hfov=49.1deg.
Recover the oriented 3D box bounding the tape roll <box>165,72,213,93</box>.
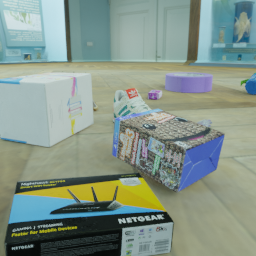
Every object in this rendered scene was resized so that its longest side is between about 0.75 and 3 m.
[{"bbox_3d":[3.483,-2.657,16.144,2.640,0.866,2.640,0,18,0],"label":"tape roll"}]

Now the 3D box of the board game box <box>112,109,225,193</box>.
[{"bbox_3d":[0.742,0.321,5.441,1.335,0.811,1.674,-15,30,-43],"label":"board game box"}]

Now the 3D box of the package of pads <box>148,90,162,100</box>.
[{"bbox_3d":[1.313,-1.614,13.553,0.549,0.345,0.912,5,17,16],"label":"package of pads"}]

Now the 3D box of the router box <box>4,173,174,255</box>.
[{"bbox_3d":[-0.558,1.175,3.837,1.935,0.494,1.443,-1,16,-16],"label":"router box"}]

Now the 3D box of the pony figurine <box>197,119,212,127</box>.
[{"bbox_3d":[1.745,0.230,7.067,0.848,0.731,0.878,-9,31,3],"label":"pony figurine"}]

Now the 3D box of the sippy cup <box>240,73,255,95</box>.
[{"bbox_3d":[6.721,-2.268,14.637,1.089,1.167,1.486,-27,-5,-37],"label":"sippy cup"}]

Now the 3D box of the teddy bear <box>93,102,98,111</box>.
[{"bbox_3d":[-1.833,-0.913,11.205,1.448,0.483,1.050,16,29,22],"label":"teddy bear"}]

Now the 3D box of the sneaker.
[{"bbox_3d":[0.181,-0.564,8.452,0.884,1.173,2.510,-13,18,-24],"label":"sneaker"}]

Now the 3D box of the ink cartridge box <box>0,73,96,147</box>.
[{"bbox_3d":[-2.235,-0.721,8.261,1.698,1.654,2.641,6,18,20],"label":"ink cartridge box"}]
